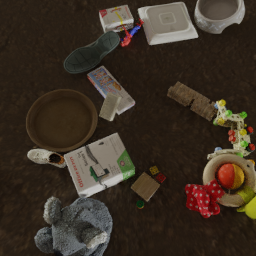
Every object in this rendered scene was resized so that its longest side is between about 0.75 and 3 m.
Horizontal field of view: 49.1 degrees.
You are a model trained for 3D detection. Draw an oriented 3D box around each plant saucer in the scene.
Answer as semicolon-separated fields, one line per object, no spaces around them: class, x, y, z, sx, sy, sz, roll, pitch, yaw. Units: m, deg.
plant saucer;-2.650;-0.298;11.384;2.841;0.419;2.841;0;64;-1

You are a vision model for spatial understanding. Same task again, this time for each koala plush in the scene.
koala plush;-1.579;3.044;8.520;2.303;2.597;2.387;30;67;15

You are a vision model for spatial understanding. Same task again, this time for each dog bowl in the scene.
dog bowl;4.442;-5.841;13.648;2.422;0.710;2.422;-5;72;14

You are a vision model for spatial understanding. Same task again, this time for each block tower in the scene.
block tower;2.715;-1.166;11.766;2.103;0.568;0.608;32;67;14

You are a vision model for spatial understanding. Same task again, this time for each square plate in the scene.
square plate;1.975;-5.342;13.977;2.520;0.358;2.496;-10;63;-5

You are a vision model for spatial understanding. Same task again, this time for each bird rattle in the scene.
bird rattle;3.456;2.056;9.810;2.821;1.589;2.300;3;66;15

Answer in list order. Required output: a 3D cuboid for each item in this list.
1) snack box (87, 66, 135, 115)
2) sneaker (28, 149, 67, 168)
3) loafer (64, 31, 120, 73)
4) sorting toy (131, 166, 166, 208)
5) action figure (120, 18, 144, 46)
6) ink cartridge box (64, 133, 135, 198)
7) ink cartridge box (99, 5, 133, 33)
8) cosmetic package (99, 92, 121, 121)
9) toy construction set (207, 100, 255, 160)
snack box;-0.760;-1.691;12.177;0.866;0.293;2.409;-34;68;-15
sneaker;-3.111;1.050;10.614;1.562;0.661;0.569;11;66;7
loafer;-1.645;-3.350;12.833;2.900;0.912;1.042;-37;100;-13
sorting toy;0.670;2.131;10.283;0.773;0.271;1.603;37;70;17
action figure;-0.032;-4.659;13.451;0.866;0.571;1.751;34;66;-9
ink cartridge box;-1.051;1.384;10.293;2.172;0.916;1.587;-23;66;-11
ink cartridge box;-0.569;-5.370;13.833;1.465;0.611;1.064;-15;64;-7
cosmetic package;-0.726;-0.874;11.418;0.543;0.383;1.049;25;104;10
toy construction set;3.919;0.268;10.728;1.626;1.142;2.480;21;71;-16
